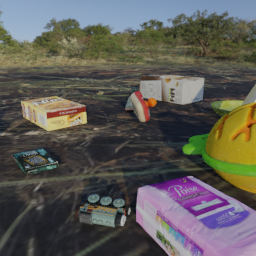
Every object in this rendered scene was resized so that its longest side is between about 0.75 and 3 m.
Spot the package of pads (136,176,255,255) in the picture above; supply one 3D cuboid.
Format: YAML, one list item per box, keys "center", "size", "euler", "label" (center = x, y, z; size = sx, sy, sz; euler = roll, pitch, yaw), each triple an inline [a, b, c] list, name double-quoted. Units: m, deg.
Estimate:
- center: [0.972, 1.244, 3.467]
  size: [1.066, 0.669, 1.769]
  euler: [-5, 16, -28]
  label: "package of pads"

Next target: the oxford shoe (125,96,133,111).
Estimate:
- center: [0.150, -1.088, 12.030]
  size: [0.542, 0.566, 1.532]
  euler: [0, 16, -1]
  label: "oxford shoe"

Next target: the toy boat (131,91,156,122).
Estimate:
- center: [0.576, -0.796, 9.440]
  size: [0.789, 0.788, 1.207]
  euler: [-19, 37, -6]
  label: "toy boat"

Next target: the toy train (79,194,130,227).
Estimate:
- center: [-0.362, 1.253, 4.163]
  size: [0.768, 0.327, 0.438]
  euler: [6, 29, 14]
  label: "toy train"

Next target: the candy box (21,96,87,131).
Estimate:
- center: [-2.685, -0.583, 9.977]
  size: [1.418, 0.680, 2.457]
  euler: [-13, 21, -35]
  label: "candy box"

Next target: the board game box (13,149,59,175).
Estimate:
- center: [-2.084, 0.732, 6.279]
  size: [0.711, 0.148, 1.051]
  euler: [-10, 18, -32]
  label: "board game box"

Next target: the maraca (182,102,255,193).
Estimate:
- center: [2.309, 0.302, 5.321]
  size: [2.042, 1.594, 2.979]
  euler: [-17, 11, -18]
  label: "maraca"

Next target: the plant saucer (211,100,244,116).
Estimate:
- center: [4.499, -0.696, 10.995]
  size: [2.437, 0.379, 2.437]
  euler: [0, 16, 0]
  label: "plant saucer"

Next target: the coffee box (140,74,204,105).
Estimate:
- center: [2.168, -2.045, 14.344]
  size: [1.669, 1.164, 2.919]
  euler: [-14, 21, -40]
  label: "coffee box"

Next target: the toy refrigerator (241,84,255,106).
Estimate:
- center: [4.137, -1.088, 8.228]
  size: [0.716, 1.887, 0.660]
  euler: [38, -10, -8]
  label: "toy refrigerator"
